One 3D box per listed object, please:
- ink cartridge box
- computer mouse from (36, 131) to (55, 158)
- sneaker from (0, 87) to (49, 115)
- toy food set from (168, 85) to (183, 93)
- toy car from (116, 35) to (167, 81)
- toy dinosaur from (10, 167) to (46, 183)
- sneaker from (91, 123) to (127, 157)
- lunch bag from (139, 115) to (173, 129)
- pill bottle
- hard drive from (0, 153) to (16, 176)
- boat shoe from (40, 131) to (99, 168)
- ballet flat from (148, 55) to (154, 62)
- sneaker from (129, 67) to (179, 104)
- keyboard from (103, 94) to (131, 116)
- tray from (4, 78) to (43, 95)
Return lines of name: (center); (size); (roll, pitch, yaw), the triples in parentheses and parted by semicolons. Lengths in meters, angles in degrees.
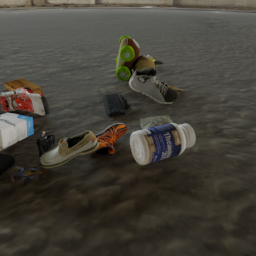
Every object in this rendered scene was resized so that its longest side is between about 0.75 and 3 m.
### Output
ink cartridge box: (-4.397, 0.116, 9.678); (1.192, 0.697, 2.056); (9, 20, 16)
computer mouse: (-2.798, 0.409, 9.375); (0.263, 0.802, 1.142); (7, 29, 8)
sneaker: (-4.470, -0.996, 11.837); (1.488, 0.927, 2.776); (-21, 32, -31)
toy food set: (1.676, -1.872, 14.090); (1.982, 0.312, 1.260); (19, 34, 17)
toy car: (0.799, -3.827, 15.980); (2.833, 2.235, 2.327); (8, 33, -9)
toy dinosaur: (-3.009, 1.403, 8.240); (0.813, 0.470, 0.896); (-8, -15, 16)
sneaker: (-0.575, 0.483, 9.544); (1.726, 0.670, 0.967); (-28, 42, -24)
lunch bag: (1.045, 0.003, 10.246); (1.172, 0.689, 0.961); (-1, 29, -12)
pill bottle: (1.147, 0.446, 9.025); (1.959, 1.087, 1.087); (-13, 32, -23)
hard drive: (-4.679, 1.134, 8.562); (1.925, 0.317, 1.344); (9, 30, 17)
boat shoe: (-1.903, 0.611, 8.787); (1.902, 0.650, 0.711); (-23, 39, -6)
ballet flat: (1.347, -4.594, 18.701); (0.557, 0.559, 1.668); (-10, 30, -18)
sneaker: (1.208, -1.836, 11.861); (2.290, 1.322, 0.859); (19, 62, -2)
keyboard: (-0.535, -1.214, 12.739); (1.118, 0.426, 2.148); (-5, 30, -9)
tray: (-5.332, -2.025, 14.241); (1.032, 0.387, 2.092); (-25, 36, -37)
